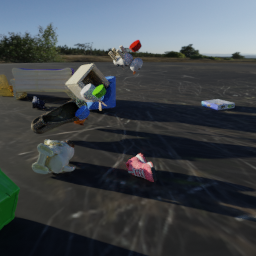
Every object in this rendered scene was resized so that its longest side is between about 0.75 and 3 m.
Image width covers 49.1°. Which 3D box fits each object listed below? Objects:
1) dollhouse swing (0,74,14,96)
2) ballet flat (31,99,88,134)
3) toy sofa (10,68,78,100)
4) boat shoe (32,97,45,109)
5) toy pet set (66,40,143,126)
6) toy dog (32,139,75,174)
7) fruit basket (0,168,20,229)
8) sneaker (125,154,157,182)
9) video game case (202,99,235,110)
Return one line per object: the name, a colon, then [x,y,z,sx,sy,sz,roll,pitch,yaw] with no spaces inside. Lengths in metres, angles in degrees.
dollhouse swing: [-5.599,-2.032,13.201,0.952,0.921,1.047,2,15,7]
ballet flat: [-1.683,-0.356,7.130,1.687,0.568,0.391,-29,-13,-37]
toy sofa: [-3.469,-1.947,12.101,2.804,1.368,1.161,0,16,4]
boat shoe: [-3.307,-0.923,10.436,0.444,0.357,0.957,4,21,-15]
toy pet set: [-0.787,-1.042,8.949,2.789,1.587,2.988,8,56,52]
toy dog: [-1.245,0.468,5.095,0.757,0.545,0.781,13,16,5]
fruit basket: [-2.002,0.904,3.236,1.158,0.835,1.158,16,20,-6]
sneaker: [0.211,0.726,4.729,0.378,0.321,0.872,-19,17,-13]
video game case: [3.339,-0.874,10.407,0.798,0.200,0.881,-7,17,-23]
